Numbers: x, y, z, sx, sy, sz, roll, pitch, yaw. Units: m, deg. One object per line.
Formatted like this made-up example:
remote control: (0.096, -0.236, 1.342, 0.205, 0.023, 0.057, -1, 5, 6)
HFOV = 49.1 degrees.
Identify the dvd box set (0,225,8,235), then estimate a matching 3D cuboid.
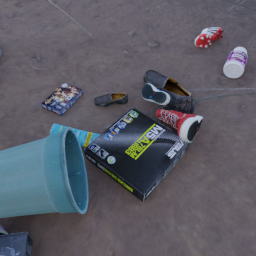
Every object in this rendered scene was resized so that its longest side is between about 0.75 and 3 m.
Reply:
dvd box set: (-3.562, 2.513, 7.315, 0.860, 0.629, 0.126, 33, 72, 24)

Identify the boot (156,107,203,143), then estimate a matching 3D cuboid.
boot: (1.497, -0.194, 9.114, 1.548, 0.777, 2.146, 19, 15, 18)

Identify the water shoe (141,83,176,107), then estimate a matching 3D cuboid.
water shoe: (1.071, -1.118, 10.136, 0.652, 0.591, 1.653, 20, 13, -35)

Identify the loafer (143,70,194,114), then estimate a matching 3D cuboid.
loafer: (1.561, -1.567, 10.637, 0.969, 0.963, 2.663, -30, 55, -23)

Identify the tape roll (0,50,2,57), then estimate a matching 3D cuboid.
tape roll: (-6.599, -3.389, 12.500, 1.671, 0.552, 1.671, 1, 49, -1)

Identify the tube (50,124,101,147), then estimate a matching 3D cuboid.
tube: (-1.693, 0.300, 9.365, 1.735, 0.437, 0.672, 16, 64, -2)

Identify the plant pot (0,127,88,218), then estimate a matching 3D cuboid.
plant pot: (-2.433, 1.314, 7.434, 2.268, 2.315, 2.315, -11, 50, 0)

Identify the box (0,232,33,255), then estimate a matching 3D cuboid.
box: (-3.288, 3.763, 6.285, 1.976, 0.537, 2.467, -5, 49, -5)

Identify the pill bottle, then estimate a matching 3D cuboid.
pill bottle: (4.585, -2.809, 11.827, 0.807, 0.807, 1.437, 20, 52, 16)

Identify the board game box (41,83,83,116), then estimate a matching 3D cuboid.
board game box: (-2.497, -1.126, 10.734, 0.941, 0.240, 1.389, 22, 53, 18)

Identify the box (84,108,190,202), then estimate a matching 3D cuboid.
box: (0.309, 0.700, 8.911, 2.394, 0.589, 2.479, 33, 56, 25)

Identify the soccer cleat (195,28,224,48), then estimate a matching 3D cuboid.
soccer cleat: (3.707, -4.347, 13.321, 1.963, 0.673, 0.836, -31, 46, -27)

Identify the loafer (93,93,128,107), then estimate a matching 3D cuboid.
loafer: (-0.651, -1.135, 10.528, 1.327, 0.480, 0.483, -10, 66, -6)
